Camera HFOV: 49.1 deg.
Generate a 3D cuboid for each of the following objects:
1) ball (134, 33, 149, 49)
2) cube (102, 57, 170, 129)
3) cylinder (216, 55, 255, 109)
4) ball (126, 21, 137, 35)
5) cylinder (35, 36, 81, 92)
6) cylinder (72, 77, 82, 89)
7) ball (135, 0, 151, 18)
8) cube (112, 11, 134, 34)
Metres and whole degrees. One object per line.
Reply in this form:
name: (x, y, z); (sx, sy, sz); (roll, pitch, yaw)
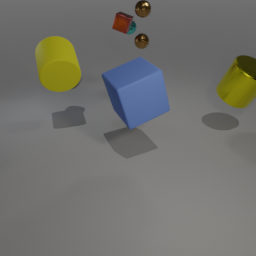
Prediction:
ball: (0.636, -4.039, 13.030); (0.700, 0.700, 0.700); (0, 29, 0)
cube: (0.232, -1.083, 8.454); (1.400, 1.400, 1.400); (-26, 37, -10)
cylinder: (4.190, -1.673, 10.234); (1.400, 1.400, 1.400); (10, 49, -12)
ball: (0.069, -4.960, 13.772); (0.700, 0.700, 0.700); (0, 29, 0)
cylinder: (-2.457, -2.229, 9.800); (1.400, 1.400, 1.400); (-9, 52, -16)
cylinder: (-2.364, -2.066, 11.493); (0.700, 0.700, 0.700); (-28, 37, 23)
ball: (0.637, -5.085, 11.959); (0.700, 0.700, 0.700); (0, 29, 0)
cube: (-0.232, -4.809, 12.773); (0.700, 0.700, 0.700); (22, 32, 2)
